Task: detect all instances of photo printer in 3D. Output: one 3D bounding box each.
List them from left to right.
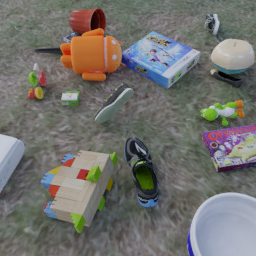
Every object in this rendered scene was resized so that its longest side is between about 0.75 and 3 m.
[{"bbox_3d":[-4.951,1.043,8.696,2.667,0.926,2.219,12,51,10],"label":"photo printer"}]

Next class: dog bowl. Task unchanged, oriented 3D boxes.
[{"bbox_3d":[2.754,2.943,7.061,2.424,0.955,2.424,0,49,0],"label":"dog bowl"}]

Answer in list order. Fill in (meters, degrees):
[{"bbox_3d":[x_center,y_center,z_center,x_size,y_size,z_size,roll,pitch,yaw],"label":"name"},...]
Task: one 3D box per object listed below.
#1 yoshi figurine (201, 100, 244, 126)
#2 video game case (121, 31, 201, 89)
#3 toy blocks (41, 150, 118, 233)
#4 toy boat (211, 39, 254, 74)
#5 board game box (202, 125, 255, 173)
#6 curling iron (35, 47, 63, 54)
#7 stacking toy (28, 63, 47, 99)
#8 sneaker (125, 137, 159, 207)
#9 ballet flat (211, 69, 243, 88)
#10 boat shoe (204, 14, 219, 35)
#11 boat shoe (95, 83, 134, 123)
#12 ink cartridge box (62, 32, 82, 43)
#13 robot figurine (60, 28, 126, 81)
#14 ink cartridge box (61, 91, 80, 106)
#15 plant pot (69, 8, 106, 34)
[{"bbox_3d":[3.381,-0.548,10.104,1.481,0.829,0.832,-8,67,18],"label":"yoshi figurine"},{"bbox_3d":[1.419,-3.137,12.486,2.689,0.611,2.437,33,56,25],"label":"video game case"},{"bbox_3d":[-1.620,1.624,8.176,1.807,1.321,2.644,6,48,20],"label":"toy blocks"},{"bbox_3d":[4.950,-2.709,11.750,2.904,1.350,2.441,18,40,21],"label":"toy boat"},{"bbox_3d":[3.949,0.617,9.470,2.493,0.403,1.496,-8,46,-7],"label":"board game box"},{"bbox_3d":[-2.931,-3.766,13.124,2.809,0.359,0.696,-9,90,-3],"label":"curling iron"},{"bbox_3d":[-3.748,-1.847,11.120,0.512,1.098,1.213,-6,50,11],"label":"stacking toy"},{"bbox_3d":[0.460,1.182,8.547,0.841,0.983,2.372,-8,50,-9],"label":"sneaker"},{"bbox_3d":[4.158,-2.171,11.789,1.443,0.410,0.480,32,57,24],"label":"ballet flat"},{"bbox_3d":[4.255,-5.352,14.322,0.626,0.676,1.832,9,50,2],"label":"boat shoe"},{"bbox_3d":[-0.582,-0.907,10.258,1.747,0.623,0.526,-41,58,4],"label":"boat shoe"},{"bbox_3d":[-2.632,-4.348,13.756,1.367,0.268,0.680,34,58,27],"label":"ink cartridge box"},{"bbox_3d":[-1.442,-3.111,11.836,2.691,1.569,1.936,-2,43,-2],"label":"robot figurine"},{"bbox_3d":[-2.268,-1.271,11.087,0.611,0.313,0.826,-1,50,-1],"label":"ink cartridge box"},{"bbox_3d":[-2.047,-5.221,13.858,1.400,1.440,1.440,16,51,24],"label":"plant pot"}]
